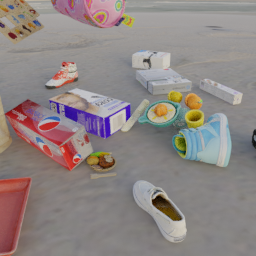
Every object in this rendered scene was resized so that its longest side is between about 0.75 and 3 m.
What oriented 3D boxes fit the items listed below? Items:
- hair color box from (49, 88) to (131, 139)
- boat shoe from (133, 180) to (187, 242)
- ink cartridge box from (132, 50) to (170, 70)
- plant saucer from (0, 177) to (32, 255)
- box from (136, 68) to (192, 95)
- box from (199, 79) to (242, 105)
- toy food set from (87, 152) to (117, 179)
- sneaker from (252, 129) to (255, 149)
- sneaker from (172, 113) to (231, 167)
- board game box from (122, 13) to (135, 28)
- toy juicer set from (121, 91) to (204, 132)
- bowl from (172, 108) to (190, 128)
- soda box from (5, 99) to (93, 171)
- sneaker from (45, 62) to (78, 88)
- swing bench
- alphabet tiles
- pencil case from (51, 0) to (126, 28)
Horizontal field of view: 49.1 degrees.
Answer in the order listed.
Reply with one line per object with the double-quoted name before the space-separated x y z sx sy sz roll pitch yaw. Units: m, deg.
"hair color box" -1.324 -0.583 9.624 2.562 0.830 1.400 17 33 32
"boat shoe" 0.619 1.520 5.805 0.616 0.606 1.737 -11 29 -20
"ink cartridge box" 1.332 -3.845 15.888 1.834 0.768 1.331 13 30 23
"plant saucer" -3.060 1.822 5.481 2.092 0.384 2.089 -5 28 -8
"box" 1.599 -2.235 13.126 1.859 0.491 2.384 -7 29 -15
"box" 3.899 -1.591 11.955 0.421 0.451 2.175 -12 29 -22
"toy food set" -0.697 0.882 7.436 0.787 0.229 1.140 -5 28 -10
"sneaker" 4.132 0.535 7.575 0.858 0.743 1.901 2 27 -1
"sneaker" 2.070 0.162 8.093 1.506 0.918 2.307 6 27 9
"board game box" -0.135 -4.959 12.770 0.840 0.427 0.200 24 19 -6
"toy juicer set" 1.121 -0.673 9.024 2.647 0.720 1.684 -1 48 20
"bowl" 1.762 -0.282 9.224 0.805 0.805 0.421 0 62 0
"soda box" -2.301 0.103 7.948 2.797 0.979 0.887 22 52 37
"sneaker" -3.150 -2.544 13.151 0.626 1.005 1.875 21 34 34
"swing bench" -4.396 -0.634 8.011 1.557 2.387 2.400 -20 34 -33
"alphabet tiles" -3.564 -3.519 8.243 1.982 0.089 2.371 42 30 -16
"pencil case" -1.013 -3.130 6.742 1.136 1.136 2.599 -16 32 -27
